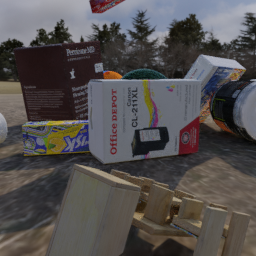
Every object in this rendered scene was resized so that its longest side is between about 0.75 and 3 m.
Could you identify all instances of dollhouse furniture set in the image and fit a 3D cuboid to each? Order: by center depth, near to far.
[{"bbox_3d":[0.103,0.950,2.429,1.395,0.926,1.222,21,-7,-40],"label":"dollhouse furniture set"}]

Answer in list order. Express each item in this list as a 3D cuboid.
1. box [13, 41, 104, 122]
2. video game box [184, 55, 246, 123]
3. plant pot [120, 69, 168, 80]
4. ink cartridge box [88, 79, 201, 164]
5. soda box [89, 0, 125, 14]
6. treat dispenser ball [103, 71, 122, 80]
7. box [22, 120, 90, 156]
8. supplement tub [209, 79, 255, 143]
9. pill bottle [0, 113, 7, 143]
[{"bbox_3d":[-2.600,-1.858,11.369,2.456,2.992,2.482,4,20,28],"label":"box"},{"bbox_3d":[2.657,-1.223,10.061,2.968,2.704,0.695,-11,54,-48],"label":"video game box"},{"bbox_3d":[0.216,-0.501,7.778,1.922,1.922,1.543,-3,-3,-21],"label":"plant pot"},{"bbox_3d":[0.366,-0.221,6.170,2.303,1.678,0.954,-5,12,-23],"label":"ink cartridge box"},{"bbox_3d":[-0.532,-3.543,7.712,1.181,0.375,0.413,-7,11,44],"label":"soda box"},{"bbox_3d":[-1.100,-1.957,15.317,2.296,2.296,2.296,0,9,0],"label":"treat dispenser ball"},{"bbox_3d":[-1.360,0.198,6.583,2.041,0.715,0.656,-2,9,-13],"label":"box"},{"bbox_3d":[3.552,-0.592,8.389,1.720,1.720,2.807,-1,10,-4],"label":"supplement tub"},{"bbox_3d":[-3.746,0.094,6.343,0.991,0.991,1.742,5,10,31],"label":"pill bottle"}]
